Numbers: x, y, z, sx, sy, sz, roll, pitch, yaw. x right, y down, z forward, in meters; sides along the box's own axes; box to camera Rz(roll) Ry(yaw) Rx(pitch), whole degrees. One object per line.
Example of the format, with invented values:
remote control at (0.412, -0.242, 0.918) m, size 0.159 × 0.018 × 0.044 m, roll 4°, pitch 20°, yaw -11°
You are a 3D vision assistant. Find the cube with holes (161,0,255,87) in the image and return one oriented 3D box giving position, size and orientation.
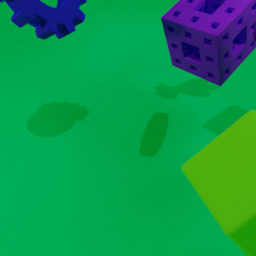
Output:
cube with holes at (1.464, -1.676, 4.932) m, size 1.124 × 1.124 × 1.124 m, roll -46°, pitch 54°, yaw -13°

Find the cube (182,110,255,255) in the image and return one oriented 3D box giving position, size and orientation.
cube at (1.565, 0.726, 3.286) m, size 1.150 × 1.150 × 1.150 m, roll -41°, pitch 29°, yaw 8°

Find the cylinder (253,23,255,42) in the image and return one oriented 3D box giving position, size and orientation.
cylinder at (2.046, -1.451, 3.510) m, size 0.751 × 0.751 × 0.751 m, roll -4°, pitch 54°, yaw 6°

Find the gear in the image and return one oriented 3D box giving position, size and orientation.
gear at (-1.230, -2.039, 3.944) m, size 0.279 × 1.510 × 1.510 m, roll -11°, pitch 36°, yaw 37°
